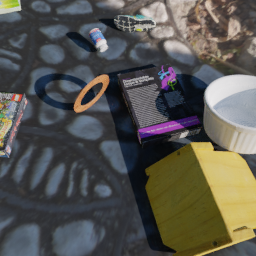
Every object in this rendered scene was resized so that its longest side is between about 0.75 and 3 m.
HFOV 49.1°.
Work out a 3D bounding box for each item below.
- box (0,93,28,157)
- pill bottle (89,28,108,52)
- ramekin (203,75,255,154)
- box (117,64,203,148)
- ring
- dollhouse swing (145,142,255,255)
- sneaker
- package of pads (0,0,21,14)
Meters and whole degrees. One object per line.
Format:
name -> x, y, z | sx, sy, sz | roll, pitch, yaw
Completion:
box -> -4.055, -0.162, 8.455 | 1.455, 0.402, 2.131 | 2, 55, 1
pill bottle -> -1.037, -3.109, 9.949 | 0.427, 0.427, 0.760 | -31, 84, -17
ramekin -> 3.299, -0.385, 7.984 | 2.367, 1.154, 2.367 | -1, 45, 1
box -> 0.920, -0.794, 8.877 | 1.902, 0.480, 2.661 | -13, 62, -10
ring -> -1.122, -1.055, 8.462 | 0.139, 1.449, 1.449 | 44, 68, 11
dollhouse swing -> 2.100, 1.867, 7.360 | 2.187, 2.116, 2.407 | -35, 57, 28
sneaker -> 0.261, -4.077, 10.832 | 1.605, 0.622, 0.639 | 4, 44, -5
package of pads -> -5.061, -5.148, 11.467 | 1.211, 0.413, 0.936 | -14, 62, -9
